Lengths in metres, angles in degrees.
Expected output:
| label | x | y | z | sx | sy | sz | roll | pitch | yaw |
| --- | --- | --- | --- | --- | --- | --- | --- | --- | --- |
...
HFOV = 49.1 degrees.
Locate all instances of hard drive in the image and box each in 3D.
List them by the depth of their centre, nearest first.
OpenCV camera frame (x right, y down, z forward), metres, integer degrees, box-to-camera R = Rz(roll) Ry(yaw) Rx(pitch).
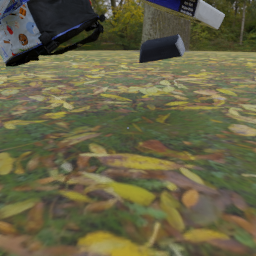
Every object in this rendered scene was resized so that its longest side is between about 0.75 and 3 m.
| label | x | y | z | sx | sy | sz | roll | pitch | yaw |
| --- | --- | --- | --- | --- | --- | --- | --- | --- | --- |
| hard drive | 1.280 | -3.044 | 10.610 | 1.682 | 0.528 | 2.494 | -6 | 24 | 14 |

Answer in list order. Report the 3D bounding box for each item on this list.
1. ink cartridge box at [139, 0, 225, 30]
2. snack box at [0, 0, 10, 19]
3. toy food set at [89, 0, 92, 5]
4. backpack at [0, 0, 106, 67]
| label | x | y | z | sx | sy | sz | roll | pitch | yaw |
| --- | --- | --- | --- | --- | --- | --- | --- | --- | --- |
| ink cartridge box | 1.161 | -3.735 | 8.201 | 2.705 | 0.550 | 2.711 | 33 | 23 | 29 |
| snack box | -2.755 | -2.734 | 5.714 | 0.346 | 0.863 | 1.023 | 14 | 34 | -51 |
| toy food set | -2.106 | -4.737 | 11.498 | 1.176 | 1.850 | 0.291 | 38 | -17 | -33 |
| backpack | -2.330 | -2.679 | 7.137 | 2.498 | 2.021 | 2.623 | -20 | 15 | 34 |
